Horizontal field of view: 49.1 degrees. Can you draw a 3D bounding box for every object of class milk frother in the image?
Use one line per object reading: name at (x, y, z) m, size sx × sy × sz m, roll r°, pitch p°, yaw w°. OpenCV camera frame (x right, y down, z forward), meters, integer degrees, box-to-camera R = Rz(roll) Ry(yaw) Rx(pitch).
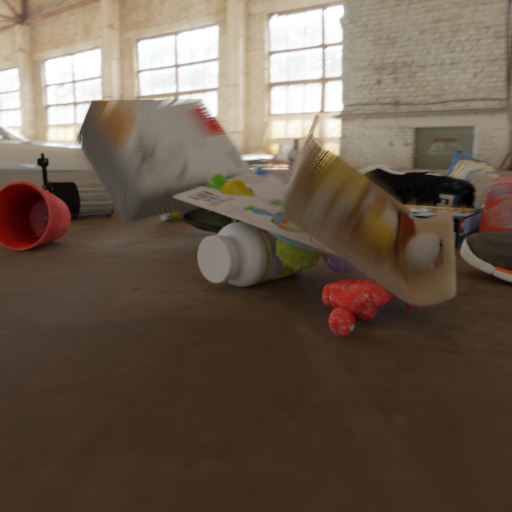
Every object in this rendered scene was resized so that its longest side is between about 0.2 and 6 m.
milk frother at (-4.422, -1.694, 13.580) m, size 1.503 × 1.598 × 1.442 m, roll -8°, pitch 9°, yaw -37°

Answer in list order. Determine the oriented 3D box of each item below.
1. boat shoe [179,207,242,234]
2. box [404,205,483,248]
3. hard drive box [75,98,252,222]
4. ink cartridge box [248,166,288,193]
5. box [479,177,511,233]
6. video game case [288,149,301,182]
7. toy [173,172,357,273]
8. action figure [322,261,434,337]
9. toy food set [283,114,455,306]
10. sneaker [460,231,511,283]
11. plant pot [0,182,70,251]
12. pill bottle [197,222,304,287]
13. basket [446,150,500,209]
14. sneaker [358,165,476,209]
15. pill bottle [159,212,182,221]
boat shoe at (-0.452, -0.703, 10.812) m, size 2.096 × 0.749 × 0.689 m, roll 6°, pitch 26°, yaw -7°
box at (2.810, -0.672, 10.974) m, size 2.813 × 0.530 × 1.921 m, roll 7°, pitch 13°, yaw 33°
hard drive box at (-1.557, -1.741, 9.698) m, size 2.380 × 1.855 × 0.914 m, roll -18°, pitch -22°, yaw -46°
ink cartridge box at (0.326, -1.094, 11.340) m, size 1.411 × 0.820 × 0.474 m, roll 30°, pitch 45°, yaw -20°
box at (4.842, -0.834, 10.261) m, size 1.087 × 1.041 × 2.181 m, roll 12°, pitch 15°, yaw 26°
video game case at (0.885, -0.795, 7.372) m, size 0.981 × 0.123 × 1.370 m, roll 27°, pitch -19°, yaw 16°
toy at (0.549, -0.265, 6.644) m, size 2.787 × 0.658 × 1.605 m, roll 26°, pitch 30°, yaw 27°
action figure at (1.284, 0.305, 5.856) m, size 0.756 × 0.598 × 2.312 m, roll 1°, pitch 14°, yaw 32°
toy food set at (1.134, -0.486, 5.290) m, size 1.819 × 0.549 × 1.305 m, roll 34°, pitch 42°, yaw -13°
sneaker at (4.037, -0.215, 6.689) m, size 3.030 × 1.241 × 1.168 m, roll 8°, pitch 13°, yaw 36°
plant pot at (-3.838, -0.666, 9.716) m, size 1.157 × 1.157 × 1.024 m, roll 1°, pitch 2°, yaw 8°
pill bottle at (0.010, -0.056, 7.054) m, size 0.798 × 0.798 × 1.531 m, roll 10°, pitch 14°, yaw 42°
basket at (5.502, -1.860, 14.803) m, size 1.222 × 1.549 × 1.757 m, roll 5°, pitch 25°, yaw -16°
sneaker at (3.757, -1.436, 13.138) m, size 3.413 × 1.247 × 1.910 m, roll -10°, pitch 20°, yaw -28°
pill bottle at (-1.829, -1.079, 13.266) m, size 0.851 × 0.480 × 0.480 m, roll -6°, pitch 12°, yaw -34°
